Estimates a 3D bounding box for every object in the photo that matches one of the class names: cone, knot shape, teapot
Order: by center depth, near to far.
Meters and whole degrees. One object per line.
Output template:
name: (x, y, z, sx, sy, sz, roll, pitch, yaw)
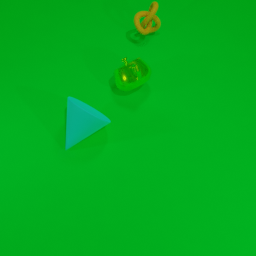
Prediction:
cone: (-1.313, 0.048, 7.313, 1.261, 1.261, 1.266, 34, 97, 20)
teapot: (0.065, -1.640, 8.229, 1.138, 1.831, 0.896, -30, 104, -8)
knot shape: (0.622, -3.548, 9.320, 0.526, 1.138, 1.065, 36, 56, 23)
